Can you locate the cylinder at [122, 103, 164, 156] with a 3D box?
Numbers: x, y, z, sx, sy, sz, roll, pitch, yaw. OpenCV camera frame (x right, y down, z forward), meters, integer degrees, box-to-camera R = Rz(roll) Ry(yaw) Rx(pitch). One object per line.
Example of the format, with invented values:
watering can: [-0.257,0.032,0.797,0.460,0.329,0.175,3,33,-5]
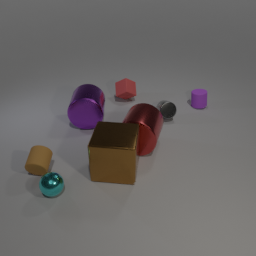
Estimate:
cylinder: [0.457,0.031,9.943,1.400,1.400,1.400,9,33,13]

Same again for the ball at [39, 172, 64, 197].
ball: [-2.201,1.617,8.068,0.700,0.700,0.700,0,32,0]

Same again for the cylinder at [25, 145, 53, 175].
cylinder: [-2.799,1.018,8.808,0.700,0.700,0.700,2,51,4]

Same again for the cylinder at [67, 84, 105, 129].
cylinder: [-1.658,-0.884,11.387,1.400,1.400,1.400,-1,33,-1]

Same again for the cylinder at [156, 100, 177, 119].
cylinder: [1.603,-0.784,11.746,0.700,0.700,0.700,-4,13,-7]

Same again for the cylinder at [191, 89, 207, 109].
cylinder: [3.231,-1.335,12.710,0.700,0.700,0.700,-5,29,3]

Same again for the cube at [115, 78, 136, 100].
cube: [-0.103,-1.817,13.086,0.700,0.700,0.700,-17,-20,39]

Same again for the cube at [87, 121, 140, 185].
cube: [-0.389,0.757,8.821,1.400,1.400,1.400,4,33,6]
